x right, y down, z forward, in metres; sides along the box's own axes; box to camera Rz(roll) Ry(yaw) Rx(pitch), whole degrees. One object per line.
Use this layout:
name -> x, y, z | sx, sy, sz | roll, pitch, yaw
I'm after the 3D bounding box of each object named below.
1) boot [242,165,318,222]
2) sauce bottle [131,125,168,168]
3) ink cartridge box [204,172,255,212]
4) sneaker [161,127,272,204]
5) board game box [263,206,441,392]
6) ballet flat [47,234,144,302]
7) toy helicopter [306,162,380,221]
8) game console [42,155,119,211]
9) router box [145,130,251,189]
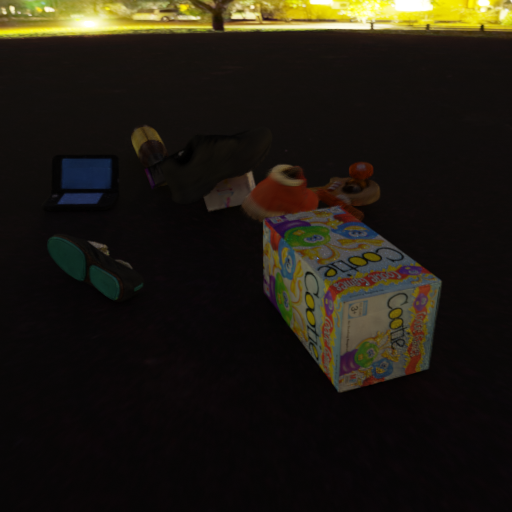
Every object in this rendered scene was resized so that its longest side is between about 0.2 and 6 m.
boot -> 0.691, -1.145, 10.129 | 1.911, 1.025, 0.717 | -8, 50, -52
sauce bottle -> -2.570, -2.541, 13.728 | 0.724, 0.724, 2.238 | -8, 33, -16
ink cartridge box -> -0.634, -1.420, 11.388 | 1.122, 0.702, 0.721 | -11, 25, 10
sneaker -> -0.727, -1.912, 10.548 | 2.294, 1.041, 0.871 | -33, 31, -12
board game box -> 1.082, 0.420, 7.296 | 1.249, 1.272, 2.426 | -10, 28, -18
ballet flat -> -2.435, 0.169, 8.640 | 1.866, 0.634, 0.638 | 30, 29, 29
toy helicopter -> 1.466, -1.194, 11.261 | 2.002, 0.790, 1.324 | -3, 35, 9
game console -> -3.640, -1.531, 11.650 | 1.431, 0.833, 1.258 | -1, 27, -1
router box -> -1.194, -2.162, 12.509 | 1.566, 0.536, 2.100 | -13, 10, 46
